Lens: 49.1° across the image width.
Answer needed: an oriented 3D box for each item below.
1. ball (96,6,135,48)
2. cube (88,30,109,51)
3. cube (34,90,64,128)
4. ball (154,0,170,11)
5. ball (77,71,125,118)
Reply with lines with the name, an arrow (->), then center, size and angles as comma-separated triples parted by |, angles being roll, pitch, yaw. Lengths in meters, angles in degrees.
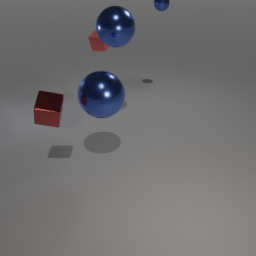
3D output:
ball -> -0.441, -3.580, 9.947 | 1.400, 1.400, 1.400 | 0, 29, 0
cube -> -1.248, -3.933, 12.582 | 0.700, 0.700, 0.700 | 8, 48, 24
cube -> -2.222, -0.530, 7.891 | 0.700, 0.700, 0.700 | 9, 53, -11
ball -> 1.487, -5.532, 12.366 | 0.700, 0.700, 0.700 | 0, 29, 0
ball -> -0.783, -0.981, 8.279 | 1.400, 1.400, 1.400 | 0, 29, 0
